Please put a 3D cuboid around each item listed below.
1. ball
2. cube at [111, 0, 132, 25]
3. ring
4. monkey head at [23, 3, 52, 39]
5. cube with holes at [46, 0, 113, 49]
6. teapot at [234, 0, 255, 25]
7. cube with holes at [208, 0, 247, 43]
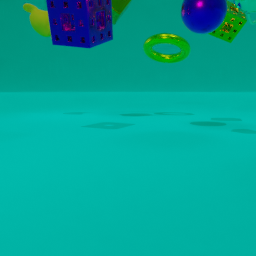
[{"bbox_3d":[1.898,-2.956,7.042,1.127,1.127,1.127,0,8,0],"label":"ball"},{"bbox_3d":[-0.477,-4.281,9.476,0.926,0.926,0.926,37,-9,-11],"label":"cube"},{"bbox_3d":[1.483,-3.032,10.774,1.825,0.365,1.825,8,-14,2],"label":"ring"},{"bbox_3d":[-2.983,-4.042,10.365,1.229,1.708,1.029,-42,1,31],"label":"monkey head"},{"bbox_3d":[-1.128,-2.643,6.795,1.099,1.099,1.099,12,31,24],"label":"cube with holes"},{"bbox_3d":[2.372,-2.658,5.500,0.620,1.266,0.787,-27,27,4],"label":"teapot"},{"bbox_3d":[2.895,-3.165,8.274,0.780,0.780,0.780,19,49,-9],"label":"cube with holes"}]
